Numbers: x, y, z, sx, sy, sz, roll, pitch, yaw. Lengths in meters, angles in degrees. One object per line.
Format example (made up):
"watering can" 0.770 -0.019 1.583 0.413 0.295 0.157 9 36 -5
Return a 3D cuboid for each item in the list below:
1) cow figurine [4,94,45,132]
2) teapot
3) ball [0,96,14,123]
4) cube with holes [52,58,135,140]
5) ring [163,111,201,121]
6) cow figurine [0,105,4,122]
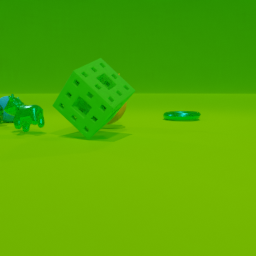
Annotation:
"cow figurine" -2.256 -0.377 6.131 0.909 0.895 0.499 -14 -20 15
"teapot" -0.507 -0.635 7.051 0.940 1.511 0.740 28 -7 42
"ball" -3.561 -0.555 8.380 0.792 0.792 0.792 0 8 0
"cube with holes" -0.655 -0.588 5.491 0.962 0.962 0.962 -47 0 37
"ring" 1.771 -0.411 9.218 1.227 0.245 1.227 -1 7 0
"cow figurine" -3.694 -0.719 7.358 1.090 1.072 0.598 35 31 5
